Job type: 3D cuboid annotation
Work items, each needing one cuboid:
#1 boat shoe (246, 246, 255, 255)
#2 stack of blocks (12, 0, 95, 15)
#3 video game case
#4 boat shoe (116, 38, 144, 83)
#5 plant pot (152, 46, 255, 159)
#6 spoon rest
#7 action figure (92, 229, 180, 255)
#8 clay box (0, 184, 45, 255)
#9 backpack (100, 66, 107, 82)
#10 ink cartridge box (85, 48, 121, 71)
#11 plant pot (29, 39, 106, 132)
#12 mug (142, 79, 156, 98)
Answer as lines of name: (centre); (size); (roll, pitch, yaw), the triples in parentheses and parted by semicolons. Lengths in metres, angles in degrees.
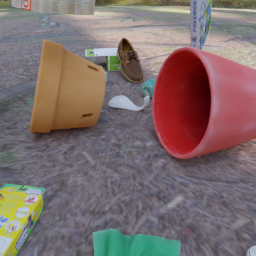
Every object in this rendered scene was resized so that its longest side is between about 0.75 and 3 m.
boat shoe: (2.794, 2.145, 4.623); (1.530, 0.503, 0.550); (7, 30, 13)
stack of blocks: (-1.748, -3.017, 6.511); (1.112, 0.565, 1.930); (19, 26, 21)
video game case: (2.244, -3.656, 8.481); (0.278, 2.307, 2.530); (7, 43, 21)
boat shoe: (0.067, -3.196, 13.139); (0.921, 0.865, 2.560); (-13, 58, -13)
plant pot: (2.403, -0.654, 7.664); (2.514, 2.842, 2.842); (-1, 27, -23)
spoon rest: (0.020, -0.909, 10.335); (1.671, 0.506, 0.830); (4, 25, 35)
action figure: (0.072, 2.590, 3.666); (1.435, 0.664, 2.429); (3, 36, 2)
clay box: (-2.349, 1.803, 5.326); (1.015, 0.421, 1.767); (5, 29, 10)
backpack: (-1.467, -2.360, 12.524); (1.065, 0.816, 0.936); (24, 30, 27)
ink cartridge box: (-1.088, -3.616, 14.726); (2.220, 0.841, 1.641); (-4, 29, -7)
plant pot: (-1.858, -1.102, 8.649); (1.920, 2.743, 2.743); (10, 25, -20)
mug: (0.958, -1.513, 11.050); (0.868, 0.713, 0.536); (21, 37, 34)
